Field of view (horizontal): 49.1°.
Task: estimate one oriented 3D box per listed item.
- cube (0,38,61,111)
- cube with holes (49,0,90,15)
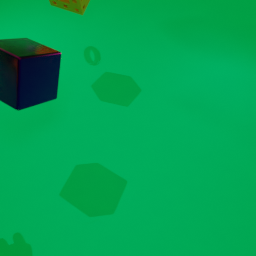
[{"bbox_3d":[-2.073,-1.097,5.498,1.027,1.027,1.027,26,30,22],"label":"cube"},{"bbox_3d":[-1.606,-4.012,7.777,1.019,1.019,1.019,19,75,5],"label":"cube with holes"}]
